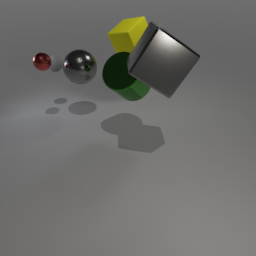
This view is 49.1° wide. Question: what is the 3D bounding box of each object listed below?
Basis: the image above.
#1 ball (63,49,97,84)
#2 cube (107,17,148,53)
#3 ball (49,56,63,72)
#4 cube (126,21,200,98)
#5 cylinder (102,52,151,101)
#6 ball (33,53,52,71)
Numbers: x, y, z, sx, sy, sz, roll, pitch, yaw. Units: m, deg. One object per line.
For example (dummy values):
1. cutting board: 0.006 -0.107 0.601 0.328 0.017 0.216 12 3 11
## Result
1. ball: -1.972 -2.508 11.538 1.400 1.400 1.400 0 29 0
2. cube: 0.155 -4.340 13.555 1.400 1.400 1.400 13 53 42
3. ball: -3.236 -2.831 12.363 0.700 0.700 0.700 0 29 0
4. cube: 0.915 -1.953 7.936 1.400 1.400 1.400 29 22 -17
5. cylinder: -0.007 -1.804 10.030 1.400 1.400 1.400 14 -4 23
6. ball: -3.329 -2.569 10.888 0.700 0.700 0.700 0 29 0
